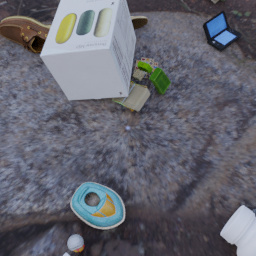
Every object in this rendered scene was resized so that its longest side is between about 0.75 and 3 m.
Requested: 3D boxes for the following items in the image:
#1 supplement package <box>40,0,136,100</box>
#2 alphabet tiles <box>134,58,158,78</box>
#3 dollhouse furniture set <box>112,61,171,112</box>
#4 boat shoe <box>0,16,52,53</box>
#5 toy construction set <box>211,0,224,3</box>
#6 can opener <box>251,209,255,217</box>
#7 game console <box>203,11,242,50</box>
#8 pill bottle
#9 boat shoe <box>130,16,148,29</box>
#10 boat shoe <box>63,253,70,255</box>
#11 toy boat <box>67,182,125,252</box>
[{"bbox_3d":[-1.044,-2.573,8.753,2.051,2.036,2.702,-2,58,14],"label":"supplement package"},{"bbox_3d":[0.636,-2.120,9.866,0.779,0.030,0.936,9,59,5],"label":"alphabet tiles"},{"bbox_3d":[0.437,-1.206,9.128,1.068,0.818,1.631,29,81,37],"label":"dollhouse furniture set"},{"bbox_3d":[-3.376,-3.230,9.974,2.783,1.002,0.940,14,58,5],"label":"boat shoe"},{"bbox_3d":[3.197,-5.944,11.450,2.229,1.859,1.713,-18,71,13],"label":"toy construction set"},{"bbox_3d":[3.287,2.175,7.081,1.143,0.380,0.301,-7,58,-9],"label":"can opener"},{"bbox_3d":[3.487,-3.597,10.334,1.168,0.680,1.027,-36,59,-15],"label":"game console"},{"bbox_3d":[3.234,2.773,6.202,2.172,1.219,1.219,38,66,21],"label":"pill bottle"},{"bbox_3d":[0.064,-4.146,10.827,1.398,0.498,0.451,-9,60,-4],"label":"boat shoe"},{"bbox_3d":[-1.075,3.502,6.206,0.494,0.522,1.492,-37,73,-22],"label":"boat shoe"},{"bbox_3d":[-0.875,2.179,6.800,1.448,0.800,1.722,22,61,12],"label":"toy boat"}]
